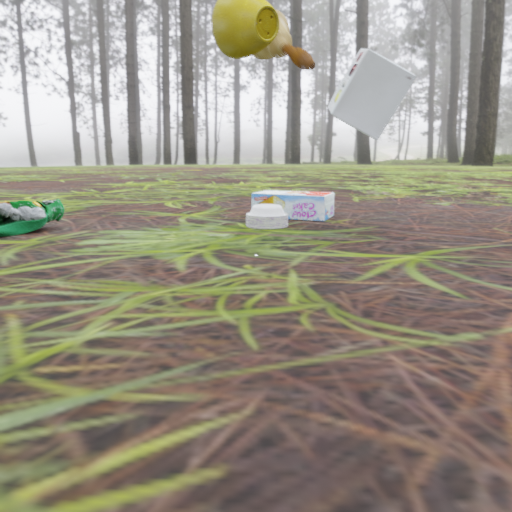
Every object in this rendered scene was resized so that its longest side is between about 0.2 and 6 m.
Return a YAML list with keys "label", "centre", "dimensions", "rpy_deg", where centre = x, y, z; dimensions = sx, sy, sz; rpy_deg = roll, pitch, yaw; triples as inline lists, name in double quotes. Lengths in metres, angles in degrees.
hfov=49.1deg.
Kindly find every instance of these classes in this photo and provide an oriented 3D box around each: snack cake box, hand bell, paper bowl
- label: "snack cake box"
  centre: [0.918, -1.261, 13.860]
  dimensions: [1.857, 0.624, 1.068]
  rpy_deg: [4, 10, 20]
- label: "hand bell"
  centre: [0.545, -3.532, 9.597]
  dimensions: [0.893, 0.893, 1.716]
  rpy_deg: [-6, 38, -27]
- label: "paper bowl"
  centre: [0.239, -0.875, 12.327]
  dimensions: [0.934, 0.486, 0.934]
  rpy_deg: [1, 12, 0]

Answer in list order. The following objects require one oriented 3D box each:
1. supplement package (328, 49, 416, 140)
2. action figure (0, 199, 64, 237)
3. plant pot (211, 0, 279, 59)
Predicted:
- label: "supplement package"
  centre: [2.251, -3.268, 11.229]
  dimensions: [1.074, 1.397, 1.461]
  rpy_deg: [28, 19, -6]
- label: "action figure"
  centre: [-5.448, -0.809, 11.110]
  dimensions: [3.372, 0.922, 1.992]
  rpy_deg: [-9, 16, -43]
- label: "plant pot"
  centre: [-0.070, -3.565, 8.638]
  dimensions: [1.017, 1.017, 0.722]
  rpy_deg: [-11, 23, -43]
